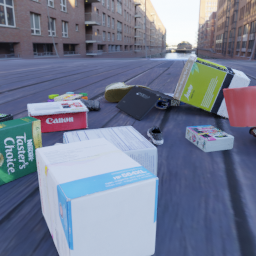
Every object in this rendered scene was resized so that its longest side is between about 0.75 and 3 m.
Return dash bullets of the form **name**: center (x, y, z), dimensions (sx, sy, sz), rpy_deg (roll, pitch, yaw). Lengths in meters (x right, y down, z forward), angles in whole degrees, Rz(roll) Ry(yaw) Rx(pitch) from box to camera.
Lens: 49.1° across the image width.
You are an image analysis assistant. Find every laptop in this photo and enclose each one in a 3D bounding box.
- **laptop**: center (0.985, -1.105, 12.969), dimensions (2.228, 1.291, 2.086), rpy_deg (-47, 38, -8)

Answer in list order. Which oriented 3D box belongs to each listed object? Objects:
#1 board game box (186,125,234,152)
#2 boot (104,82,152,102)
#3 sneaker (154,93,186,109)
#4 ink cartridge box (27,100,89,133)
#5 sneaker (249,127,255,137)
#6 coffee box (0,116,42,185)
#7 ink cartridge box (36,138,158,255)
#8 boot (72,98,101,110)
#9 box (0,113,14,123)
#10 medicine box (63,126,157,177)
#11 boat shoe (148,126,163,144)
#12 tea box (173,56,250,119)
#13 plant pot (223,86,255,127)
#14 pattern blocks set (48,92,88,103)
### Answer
- **board game box**: center (2.634, 0.312, 9.178), dimensions (0.982, 0.428, 1.331), rpy_deg (-5, 18, -16)
- **boot**: center (0.005, -2.031, 15.658), dimensions (2.638, 0.951, 2.040), rpy_deg (-2, 17, -4)
- **sneaker**: center (2.104, -1.238, 13.742), dimensions (1.768, 0.712, 1.295), rpy_deg (7, 28, 5)
- **ink cartridge box**: center (-2.655, -0.405, 10.636), dimensions (2.086, 0.875, 1.832), rpy_deg (-7, 19, -20)
- **sneaker**: center (4.445, 0.239, 8.973), dimensions (1.334, 0.874, 2.310), rpy_deg (10, 9, 43)
- **coffee box**: center (-3.084, 0.636, 6.519), dimensions (0.509, 1.424, 2.315), rpy_deg (15, 21, 35)
- **ink cartridge box**: center (-0.683, 1.147, 4.880), dimensions (1.398, 1.435, 2.232), rpy_deg (-9, 21, -27)
- **boot**: center (-1.909, -1.013, 12.989), dimensions (1.287, 0.682, 1.955), rpy_deg (5, 22, -3)
- **box**: center (-6.028, 0.020, 9.645), dimensions (2.914, 0.692, 2.814), rpy_deg (6, 16, 20)
- **medicine box**: center (-0.513, 0.735, 6.886), dimensions (1.943, 1.000, 1.770), rpy_deg (-7, 19, -17)
- **boat shoe**: center (0.942, 0.146, 9.651), dimensions (0.463, 0.439, 1.324), rpy_deg (0, 18, -2)
- **tea box**: center (3.789, -2.020, 12.998), dimensions (2.756, 1.872, 2.801), rpy_deg (22, 22, 9)
- **plant pot**: center (3.868, -0.702, 9.164), dimensions (1.431, 1.266, 1.431), rpy_deg (-3, 6, 0)
- **pattern blocks set**: center (-3.344, -1.657, 15.619), dimensions (2.306, 0.213, 2.624), rpy_deg (9, 20, 25)
